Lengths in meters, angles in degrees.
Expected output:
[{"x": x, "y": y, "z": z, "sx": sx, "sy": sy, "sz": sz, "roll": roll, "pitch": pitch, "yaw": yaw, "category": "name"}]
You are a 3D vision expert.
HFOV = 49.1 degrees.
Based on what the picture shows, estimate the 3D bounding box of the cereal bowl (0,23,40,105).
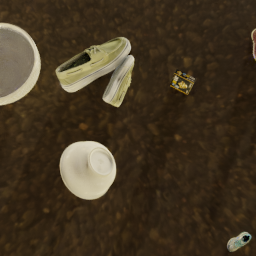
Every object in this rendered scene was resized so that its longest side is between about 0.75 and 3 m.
[{"x": -4.444, "y": -2.092, "z": 9.820, "sx": 2.907, "sy": 1.210, "sz": 2.907, "roll": 0, "pitch": 74, "yaw": 0, "category": "cereal bowl"}]

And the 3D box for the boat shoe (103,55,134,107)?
[{"x": -0.231, "y": -1.683, "z": 10.058, "sx": 0.635, "sy": 0.737, "sz": 2.049, "roll": 35, "pitch": 71, "yaw": -25, "category": "boat shoe"}]

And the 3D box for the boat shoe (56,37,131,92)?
[{"x": -1.174, "y": -2.390, "z": 9.909, "sx": 2.947, "sy": 0.914, "sz": 1.061, "roll": -39, "pitch": 54, "yaw": -9, "category": "boat shoe"}]

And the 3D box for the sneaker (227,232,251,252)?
[{"x": 3.438, "y": 3.513, "z": 8.659, "sx": 0.846, "sy": 0.365, "sz": 0.328, "roll": -34, "pitch": 77, "yaw": -9, "category": "sneaker"}]

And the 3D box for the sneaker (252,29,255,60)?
[{"x": 4.996, "y": -3.154, "z": 10.280, "sx": 0.593, "sy": 0.905, "sz": 1.567, "roll": -6, "pitch": 74, "yaw": -2, "category": "sneaker"}]

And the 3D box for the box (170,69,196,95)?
[{"x": 1.910, "y": -1.606, "z": 9.823, "sx": 0.750, "sy": 0.940, "sz": 0.232, "roll": 31, "pitch": 75, "yaw": 8, "category": "box"}]

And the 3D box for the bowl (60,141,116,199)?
[{"x": -0.808, "y": 0.894, "z": 6.673, "sx": 1.476, "sy": 0.663, "sz": 1.476, "roll": 23, "pitch": 51, "yaw": -32, "category": "bowl"}]
